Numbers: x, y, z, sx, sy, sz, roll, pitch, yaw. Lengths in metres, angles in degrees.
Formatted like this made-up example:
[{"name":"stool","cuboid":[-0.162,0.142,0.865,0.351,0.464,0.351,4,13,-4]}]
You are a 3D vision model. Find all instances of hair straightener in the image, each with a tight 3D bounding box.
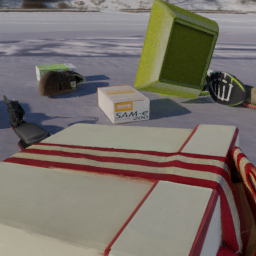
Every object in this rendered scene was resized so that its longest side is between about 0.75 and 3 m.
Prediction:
[{"name":"hair straightener","cuboid":[-2.406,-0.213,6.502,0.594,1.118,2.906,-16,27,-24]}]

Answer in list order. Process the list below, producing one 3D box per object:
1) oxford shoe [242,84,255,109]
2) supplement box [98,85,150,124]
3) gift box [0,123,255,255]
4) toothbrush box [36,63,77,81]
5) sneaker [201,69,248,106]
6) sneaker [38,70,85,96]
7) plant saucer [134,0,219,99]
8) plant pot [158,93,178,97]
[{"name":"oxford shoe","cuboid":[4.283,-1.046,8.589,0.981,1.041,2.784,-5,23,-13]},{"name":"supplement box","cuboid":[-0.180,-0.756,8.420,1.093,0.637,1.734,-8,24,-17]},{"name":"gift box","cuboid":[-0.027,1.181,2.234,2.058,2.034,2.204,2,24,26]},{"name":"toothbrush box","cuboid":[-3.117,-2.365,12.203,1.570,0.676,1.143,-11,25,-22]},{"name":"sneaker","cuboid":[3.426,-1.544,9.856,1.173,1.071,2.898,-1,24,-11]},{"name":"sneaker","cuboid":[-2.426,-1.753,10.537,0.912,0.850,2.415,7,24,14]},{"name":"plant saucer","cuboid":[1.705,-2.262,8.692,2.661,2.658,0.637,4,16,-31]},{"name":"plant pot","cuboid":[1.687,-1.764,10.246,1.203,1.091,1.197,6,24,15]}]
